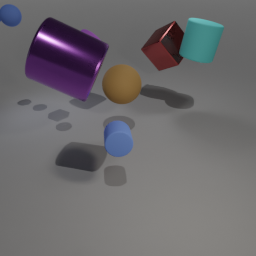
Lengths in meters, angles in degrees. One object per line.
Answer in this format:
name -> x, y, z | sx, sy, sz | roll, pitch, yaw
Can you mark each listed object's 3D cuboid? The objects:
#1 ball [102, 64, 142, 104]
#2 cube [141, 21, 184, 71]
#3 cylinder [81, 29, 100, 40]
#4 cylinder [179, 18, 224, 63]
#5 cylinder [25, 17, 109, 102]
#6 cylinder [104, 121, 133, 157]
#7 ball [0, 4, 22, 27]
ball -> -0.219, -1.544, 9.943 | 1.400, 1.400, 1.400 | 0, 29, 0
cube -> 1.749, -3.667, 12.684 | 1.400, 1.400, 1.400 | -55, 25, -20
cylinder -> -1.831, -3.107, 11.692 | 1.400, 1.400, 1.400 | 29, 75, 41
cylinder -> 2.889, -3.475, 11.107 | 1.400, 1.400, 1.400 | 9, 30, -5
cylinder -> -1.318, -1.479, 6.191 | 1.400, 1.400, 1.400 | 23, 28, -9
cylinder -> -0.252, 0.263, 7.043 | 0.700, 0.700, 0.700 | -3, 24, -5
ball -> -3.912, -3.740, 9.323 | 0.700, 0.700, 0.700 | 0, 29, 0
